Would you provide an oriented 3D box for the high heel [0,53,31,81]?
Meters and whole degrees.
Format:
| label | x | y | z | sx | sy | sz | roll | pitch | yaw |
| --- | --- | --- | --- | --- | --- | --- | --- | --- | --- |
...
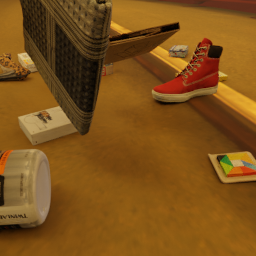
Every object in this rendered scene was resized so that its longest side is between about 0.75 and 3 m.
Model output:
| label | x | y | z | sx | sy | sz | roll | pitch | yaw |
| --- | --- | --- | --- | --- | --- | --- | --- | --- | --- |
| high heel | -4.520 | -2.555 | 11.382 | 1.349 | 0.675 | 1.892 | -8 | 47 | -1 |

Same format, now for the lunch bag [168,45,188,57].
| label | x | y | z | sx | sy | sz | roll | pitch | yaw |
| --- | --- | --- | --- | --- | --- | --- | --- | --- | --- |
| lunch bag | 2.499 | -3.819 | 13.906 | 0.900 | 0.424 | 1.123 | 10 | 31 | 19 |

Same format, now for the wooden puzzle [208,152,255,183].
| label | x | y | z | sx | sy | sz | roll | pitch | yaw |
| --- | --- | --- | --- | --- | --- | --- | --- | --- | --- |
| wooden puzzle | 2.412 | 0.822 | 6.183 | 1.056 | 0.197 | 0.977 | -1 | 30 | -2 |

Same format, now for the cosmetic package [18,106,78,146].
| label | x | y | z | sx | sy | sz | roll | pitch | yaw |
| --- | --- | --- | --- | --- | --- | --- | --- | --- | --- |
| cosmetic package | -2.082 | -0.131 | 7.648 | 1.462 | 0.378 | 1.103 | -20 | 38 | -30 |

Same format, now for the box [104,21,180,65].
| label | x | y | z | sx | sy | sz | roll | pitch | yaw |
| --- | --- | --- | --- | --- | --- | --- | --- | --- | --- |
| box | 0.129 | -1.956 | 6.694 | 1.632 | 0.212 | 1.996 | -17 | 4 | -13 |

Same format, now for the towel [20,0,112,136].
| label | x | y | z | sx | sy | sz | roll | pitch | yaw |
| --- | --- | --- | --- | --- | --- | --- | --- | --- | --- |
| towel | -1.214 | -1.671 | 4.941 | 0.492 | 2.744 | 2.850 | -23 | 61 | -28 |

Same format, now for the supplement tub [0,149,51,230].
| label | x | y | z | sx | sy | sz | roll | pitch | yaw |
| --- | --- | --- | --- | --- | --- | --- | --- | --- | --- |
| supplement tub | -2.477 | 1.045 | 4.694 | 2.138 | 1.309 | 1.309 | -3 | 30 | -4 |

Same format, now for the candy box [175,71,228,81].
| label | x | y | z | sx | sy | sz | roll | pitch | yaw |
| --- | --- | --- | --- | --- | --- | --- | --- | --- | --- |
| candy box | 2.870 | -2.008 | 10.970 | 1.806 | 0.239 | 0.923 | -9 | 29 | -16 |

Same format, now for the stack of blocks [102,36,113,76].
| label | x | y | z | sx | sy | sz | roll | pitch | yaw |
| --- | --- | --- | --- | --- | --- | --- | --- | --- | --- |
| stack of blocks | -1.879 | -2.664 | 10.829 | 2.630 | 1.515 | 0.770 | -21 | 36 | -30 |

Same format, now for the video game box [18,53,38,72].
| label | x | y | z | sx | sy | sz | roll | pitch | yaw |
| --- | --- | --- | --- | --- | --- | --- | --- | --- | --- |
| video game box | -3.900 | -3.047 | 12.579 | 1.679 | 0.431 | 1.843 | -19 | 35 | -24 |

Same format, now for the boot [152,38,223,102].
| label | x | y | z | sx | sy | sz | roll | pitch | yaw |
| --- | --- | --- | --- | --- | --- | --- | --- | --- | --- |
| boot | 1.965 | -1.941 | 9.215 | 2.644 | 1.907 | 0.957 | -16 | 34 | -24 |
